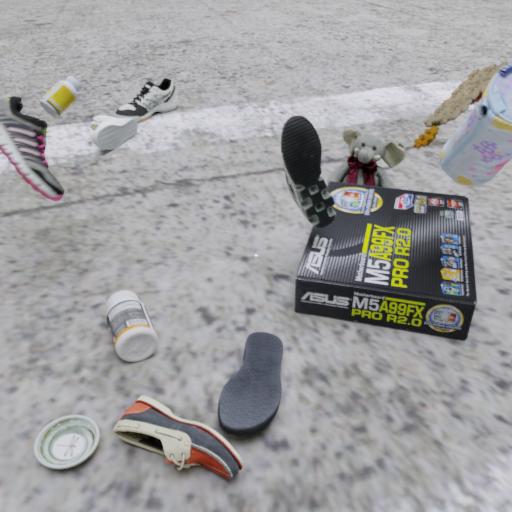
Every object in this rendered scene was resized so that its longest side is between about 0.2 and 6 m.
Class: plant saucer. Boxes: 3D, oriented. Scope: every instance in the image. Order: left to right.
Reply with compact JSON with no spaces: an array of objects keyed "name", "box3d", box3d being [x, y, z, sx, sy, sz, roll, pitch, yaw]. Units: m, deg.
[{"name":"plant saucer","box3d":[-2.515,2.526,7.493,0.847,0.213,0.847,0,34,0]}]

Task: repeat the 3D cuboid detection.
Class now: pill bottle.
[{"name":"pill bottle","box3d":[-3.601,-2.962,10.377,0.426,0.426,0.760,27,70,33]},{"name":"pill bottle","box3d":[-2.056,1.115,9.130,0.676,0.676,1.162,-14,37,-19]}]

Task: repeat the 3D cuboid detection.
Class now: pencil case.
[{"name":"pencil case","box3d":[3.419,-1.782,8.076,1.042,2.296,0.955,-34,78,-4]}]

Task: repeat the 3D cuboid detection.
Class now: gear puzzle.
[{"name":"gear puzzle","box3d":[3.614,-2.624,10.022,2.076,0.272,1.075,-46,16,-6]}]

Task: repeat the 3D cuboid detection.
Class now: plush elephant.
[{"name":"plush elephant","box3d":[2.535,-2.087,12.984,1.654,1.555,2.008,12,36,17]}]

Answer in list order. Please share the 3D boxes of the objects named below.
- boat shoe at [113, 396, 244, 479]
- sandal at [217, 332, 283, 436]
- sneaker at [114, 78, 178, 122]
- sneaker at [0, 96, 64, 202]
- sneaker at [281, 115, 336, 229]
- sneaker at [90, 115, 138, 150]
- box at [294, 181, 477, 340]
[{"name":"boat shoe","box3d":[-1.019,2.435,7.250,1.866,0.664,0.584,18,42,28]},{"name":"sandal","box3d":[0.012,1.913,8.276,0.823,0.463,2.164,15,27,9]},{"name":"sneaker","box3d":[-3.501,-4.921,17.566,0.894,1.036,2.364,27,45,31]},{"name":"sneaker","box3d":[-3.951,-1.944,9.847,0.915,2.092,0.772,-39,3,-17]},{"name":"sneaker","box3d":[0.763,-1.477,9.784,0.736,1.986,0.879,-21,24,-12]},{"name":"sneaker","box3d":[-4.331,-3.504,15.874,1.121,0.715,1.940,10,26,17]},{"name":"box","box3d":[2.543,-0.127,10.781,2.985,0.825,3.726,9,36,13]}]
